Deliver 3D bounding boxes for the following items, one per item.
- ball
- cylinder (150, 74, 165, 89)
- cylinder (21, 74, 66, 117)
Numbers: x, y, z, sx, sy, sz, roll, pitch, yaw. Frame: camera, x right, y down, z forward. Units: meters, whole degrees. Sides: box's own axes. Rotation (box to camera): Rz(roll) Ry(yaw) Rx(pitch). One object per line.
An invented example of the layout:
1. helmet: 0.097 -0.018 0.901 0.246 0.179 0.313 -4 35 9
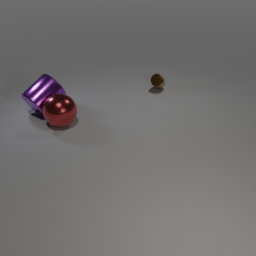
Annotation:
1. ball: -2.819 -0.728 11.644 1.400 1.400 1.400 0 30 0
2. cylinder: 1.593 -2.476 14.899 0.700 0.700 0.700 9 -1 15
3. cylinder: -3.730 -1.443 12.469 1.400 1.400 1.400 25 66 36
